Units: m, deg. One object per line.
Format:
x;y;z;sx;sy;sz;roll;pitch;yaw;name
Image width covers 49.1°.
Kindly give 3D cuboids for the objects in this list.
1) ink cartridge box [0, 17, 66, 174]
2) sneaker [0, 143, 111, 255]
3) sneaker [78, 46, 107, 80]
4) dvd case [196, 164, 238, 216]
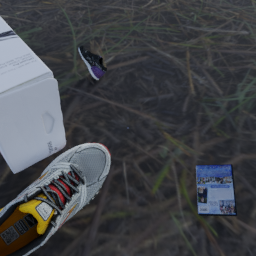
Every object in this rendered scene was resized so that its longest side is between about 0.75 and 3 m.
-2.627;-0.899;5.661;1.258;2.159;2.986;-31;60;-26;ink cartridge box
-1.387;1.408;5.162;1.167;1.232;2.998;48;67;-7;sneaker
-1.090;-2.208;9.024;0.565;0.489;1.291;-35;77;20;sneaker
1.858;1.303;5.927;0.771;0.095;1.080;-4;65;15;dvd case
